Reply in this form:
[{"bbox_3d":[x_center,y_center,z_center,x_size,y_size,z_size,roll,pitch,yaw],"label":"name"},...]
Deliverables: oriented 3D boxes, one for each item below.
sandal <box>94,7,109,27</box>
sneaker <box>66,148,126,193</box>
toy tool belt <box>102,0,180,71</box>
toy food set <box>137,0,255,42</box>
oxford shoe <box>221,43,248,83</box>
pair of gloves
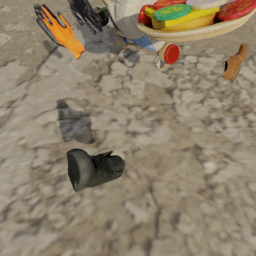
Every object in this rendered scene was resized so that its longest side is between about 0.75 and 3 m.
[{"bbox_3d":[-0.856,-3.701,9.122,0.667,0.479,1.680,14,-1,-33],"label":"sandal"},{"bbox_3d":[-0.493,0.657,4.806,1.003,1.923,0.577,-18,73,-19],"label":"sneaker"},{"bbox_3d":[0.310,-2.639,7.351,1.448,2.356,1.471,31,85,43],"label":"toy tool belt"},{"bbox_3d":[1.114,-1.944,4.572,1.988,0.484,1.968,-18,35,-6],"label":"toy food set"},{"bbox_3d":[2.568,-1.631,6.723,0.389,0.389,1.091,27,75,6],"label":"oxford shoe"},{"bbox_3d":[-0.966,-1.843,4.766,0.145,1.046,1.174,-12,39,48],"label":"pair of gloves"}]
